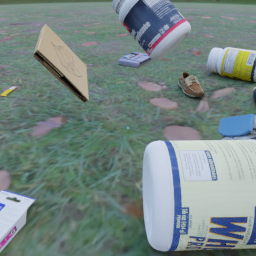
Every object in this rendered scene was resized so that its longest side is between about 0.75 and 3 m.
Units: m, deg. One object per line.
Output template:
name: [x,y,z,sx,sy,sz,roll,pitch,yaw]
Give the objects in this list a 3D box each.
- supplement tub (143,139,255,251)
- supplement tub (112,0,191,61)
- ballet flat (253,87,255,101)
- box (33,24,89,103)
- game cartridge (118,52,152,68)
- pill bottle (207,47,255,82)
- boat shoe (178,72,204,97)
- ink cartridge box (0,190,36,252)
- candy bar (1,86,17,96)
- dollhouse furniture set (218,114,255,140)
supplement tub: [1.560,1.098,4.784,2.495,1.809,1.809,-1,29,-2]
supplement tub: [0.659,-3.099,7.996,2.022,1.419,1.419,50,42,1]
ballet flat: [4.947,-0.997,9.644,0.816,0.698,2.456,3,29,6]
box: [-0.639,-0.661,2.802,0.083,0.641,0.784,-36,34,15]
game cartridge: [0.421,-3.635,14.761,1.191,0.353,1.838,20,35,24]
pill bottle: [4.778,-2.855,12.379,2.248,1.285,1.285,20,35,32]
boat shoe: [2.435,-1.732,11.007,0.661,0.646,1.748,-8,30,-14]
ink cartridge box: [-2.498,1.849,4.981,0.840,0.329,1.775,10,33,18]
candy bar: [-4.695,-1.464,11.092,0.227,0.101,0.911,8,30,7]
dollhouse furniture set: [3.697,0.804,6.606,2.478,1.713,2.625,15,-7,-17]
